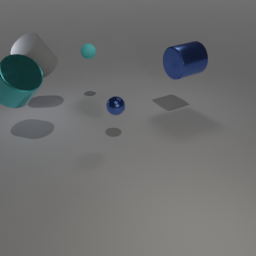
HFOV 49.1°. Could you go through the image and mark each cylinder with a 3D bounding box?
[{"bbox_3d":[2.458,-2.917,12.089,1.400,1.400,1.400,-19,34,-24],"label":"cylinder"},{"bbox_3d":[-3.984,-3.079,12.009,1.400,1.400,1.400,-12,57,19],"label":"cylinder"},{"bbox_3d":[-3.816,-1.572,9.610,1.400,1.400,1.400,-28,-2,-40],"label":"cylinder"}]

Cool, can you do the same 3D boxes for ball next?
[{"bbox_3d":[-0.447,-0.813,10.255,0.700,0.700,0.700,0,29,0],"label":"ball"},{"bbox_3d":[-1.844,-3.562,13.022,0.700,0.700,0.700,0,29,0],"label":"ball"}]
